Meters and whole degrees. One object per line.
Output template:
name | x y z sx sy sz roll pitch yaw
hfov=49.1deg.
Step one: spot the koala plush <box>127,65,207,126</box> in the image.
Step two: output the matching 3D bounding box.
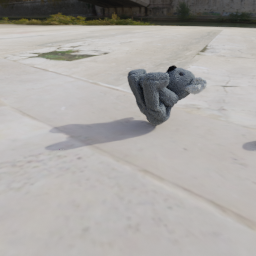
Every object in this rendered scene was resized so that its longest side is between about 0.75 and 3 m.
koala plush | 1.289 -1.207 8.729 1.950 1.792 1.729 -27 24 -16
